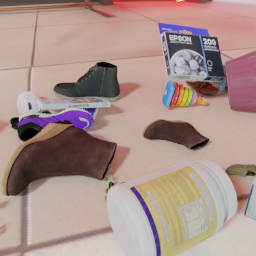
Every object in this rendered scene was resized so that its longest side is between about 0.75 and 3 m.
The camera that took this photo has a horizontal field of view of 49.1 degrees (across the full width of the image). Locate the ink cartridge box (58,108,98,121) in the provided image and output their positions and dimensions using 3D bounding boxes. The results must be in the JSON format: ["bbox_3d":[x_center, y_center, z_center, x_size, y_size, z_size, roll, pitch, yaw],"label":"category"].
[{"bbox_3d":[-1.899,-0.530,10.525,1.396,0.306,1.409,2,24,2],"label":"ink cartridge box"}]

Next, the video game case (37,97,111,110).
[{"bbox_3d":[-2.073,-0.938,10.524,2.427,0.219,1.738,-5,13,-22],"label":"video game case"}]

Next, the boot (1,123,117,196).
[{"bbox_3d":[-1.772,0.983,7.666,2.299,1.000,2.764,18,46,12],"label":"boot"}]

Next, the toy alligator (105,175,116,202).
[{"bbox_3d":[-0.408,1.615,7.338,0.321,0.233,0.969,-28,29,16],"label":"toy alligator"}]

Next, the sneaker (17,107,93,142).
[{"bbox_3d":[-2.428,0.066,9.308,2.534,0.881,1.261,-6,38,-1],"label":"sneaker"}]

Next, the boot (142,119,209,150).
[{"bbox_3d":[1.534,0.244,9.105,1.787,0.646,1.486,-14,33,-27],"label":"boot"}]

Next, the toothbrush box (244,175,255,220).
[{"bbox_3d":[3.553,1.290,6.857,0.752,1.291,1.764,20,38,30],"label":"toothbrush box"}]

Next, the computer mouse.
[{"bbox_3d":[-3.864,-0.870,10.923,1.459,0.584,2.661,-13,35,-18],"label":"computer mouse"}]

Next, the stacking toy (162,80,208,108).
[{"bbox_3d":[2.359,-1.230,11.198,1.817,0.997,1.054,12,30,-7],"label":"stacking toy"}]

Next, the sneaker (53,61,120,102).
[{"bbox_3d":[-1.785,-2.062,11.888,2.926,1.554,1.094,3,33,4],"label":"sneaker"}]

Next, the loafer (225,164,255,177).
[{"bbox_3d":[3.205,1.208,7.872,0.888,0.338,0.299,-7,41,1],"label":"loafer"}]

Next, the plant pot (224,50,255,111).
[{"bbox_3d":[5.134,-1.796,10.631,2.616,2.922,2.922,-8,30,18],"label":"plant pot"}]

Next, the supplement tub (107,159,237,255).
[{"bbox_3d":[0.901,1.673,5.886,2.325,1.691,1.691,-15,35,-23],"label":"supplement tub"}]

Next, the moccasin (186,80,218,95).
[{"bbox_3d":[3.352,-2.054,12.653,0.688,0.726,1.881,-12,34,-18],"label":"moccasin"}]

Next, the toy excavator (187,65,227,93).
[{"bbox_3d":[4.011,-2.355,12.749,2.238,1.118,2.176,24,39,33],"label":"toy excavator"}]

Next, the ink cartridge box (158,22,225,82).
[{"bbox_3d":[2.381,-2.920,10.476,2.354,0.516,2.376,-2,75,-22],"label":"ink cartridge box"}]
